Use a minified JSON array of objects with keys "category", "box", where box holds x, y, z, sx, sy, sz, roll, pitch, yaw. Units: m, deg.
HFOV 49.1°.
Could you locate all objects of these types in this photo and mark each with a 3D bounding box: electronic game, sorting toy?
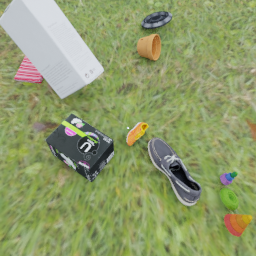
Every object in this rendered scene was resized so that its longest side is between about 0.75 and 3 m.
[{"category":"electronic game","box":[1.128,-4.244,11.025,1.240,0.258,1.240,-12,43,11]},{"category":"sorting toy","box":[2.789,1.825,7.159,0.603,0.599,1.740,25,44,-19]}]

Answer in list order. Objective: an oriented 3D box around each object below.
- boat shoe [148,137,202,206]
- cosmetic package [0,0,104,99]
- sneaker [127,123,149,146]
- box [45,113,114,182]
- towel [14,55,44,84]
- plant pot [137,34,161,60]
[{"category":"boat shoe","box":[1.298,1.022,7.671,0.789,0.681,2.172,-17,59,-24]},{"category":"cosmetic package","box":[-2.276,-2.481,8.482,2.961,1.505,1.096,55,45,-18]},{"category":"sneaker","box":[0.273,0.156,8.353,0.356,0.337,0.923,6,50,45]},{"category":"box","box":[-1.316,0.551,7.932,1.534,0.953,1.139,31,64,16]},{"category":"towel","box":[-3.376,-2.218,10.055,1.014,0.158,1.403,8,60,6]},{"category":"plant pot","box":[0.740,-2.913,10.113,0.631,0.901,0.901,9,58,27]}]
